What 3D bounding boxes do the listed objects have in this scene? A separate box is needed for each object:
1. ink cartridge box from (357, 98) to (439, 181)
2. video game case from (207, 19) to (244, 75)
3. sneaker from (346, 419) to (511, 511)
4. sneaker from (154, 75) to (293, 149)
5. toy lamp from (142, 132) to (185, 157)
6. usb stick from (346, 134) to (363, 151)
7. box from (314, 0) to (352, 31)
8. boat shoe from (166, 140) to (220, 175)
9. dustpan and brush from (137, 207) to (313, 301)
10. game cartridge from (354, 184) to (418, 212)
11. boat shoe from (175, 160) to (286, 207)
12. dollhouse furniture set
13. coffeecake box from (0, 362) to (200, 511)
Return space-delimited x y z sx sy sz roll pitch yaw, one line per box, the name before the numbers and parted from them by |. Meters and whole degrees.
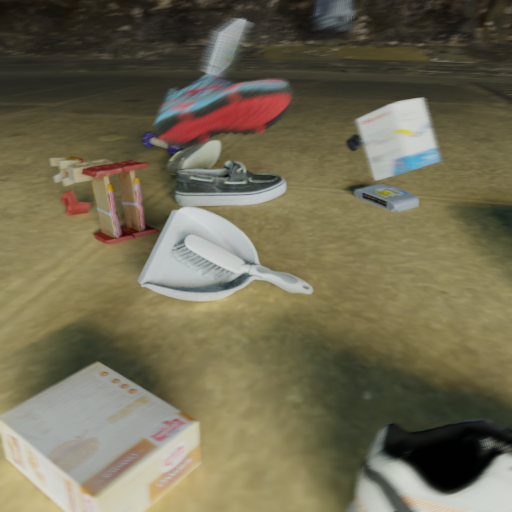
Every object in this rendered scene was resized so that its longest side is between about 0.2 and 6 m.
ink cartridge box | 1.644 -1.354 6.497 0.557 0.770 0.567 -21 6 -34
video game case | -0.702 -4.709 12.756 0.137 1.134 1.244 28 40 0
sneaker | 2.280 1.995 4.623 3.014 1.206 1.111 -1 23 -5
sneaker | -0.656 -3.005 10.521 2.742 1.088 1.310 -7 61 18
toy lamp | -2.816 -3.437 17.373 0.581 0.581 1.996 -19 28 -36
usb stick | 1.587 -1.829 9.024 0.219 0.129 0.791 46 26 -1
box | 1.411 -4.394 10.194 0.615 0.361 0.605 8 1 12
boat shoe | -1.674 -2.739 15.505 0.662 0.791 2.213 15 32 18
dustpan and brush | -0.349 0.174 8.936 2.550 0.730 1.780 26 50 -9
game cartridge | 3.095 -1.393 13.213 0.911 0.276 1.366 -11 27 -32
boat shoe | -0.556 -1.743 13.100 2.695 0.956 0.972 -9 26 -19
dollhouse furniture set | -3.205 -1.283 11.654 1.097 1.452 2.698 -18 24 -33
coffeecake box | -1.564 1.854 5.618 1.610 0.588 1.236 19 30 35
